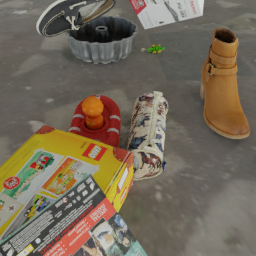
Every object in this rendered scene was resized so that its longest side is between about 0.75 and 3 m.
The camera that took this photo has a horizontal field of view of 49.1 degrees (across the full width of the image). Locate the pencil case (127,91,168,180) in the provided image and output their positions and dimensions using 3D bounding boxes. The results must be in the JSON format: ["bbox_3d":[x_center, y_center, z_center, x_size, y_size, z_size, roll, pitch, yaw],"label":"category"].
[{"bbox_3d":[0.491,0.080,6.742,0.924,1.062,2.375,26,40,-12],"label":"pencil case"}]

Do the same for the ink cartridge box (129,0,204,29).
[{"bbox_3d":[1.261,-4.239,9.088,2.091,1.535,0.867,-4,64,26],"label":"ink cartridge box"}]

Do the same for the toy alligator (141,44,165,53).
[{"bbox_3d":[0.973,-3.107,11.081,0.978,0.290,0.265,-7,0,-7],"label":"toy alligator"}]

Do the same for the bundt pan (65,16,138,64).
[{"bbox_3d":[-0.978,-3.339,10.741,2.759,1.036,2.759,-1,41,1],"label":"bundt pan"}]

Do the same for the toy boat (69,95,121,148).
[{"bbox_3d":[-0.831,-0.224,6.928,1.278,1.281,1.959,1,41,1],"label":"toy boat"}]

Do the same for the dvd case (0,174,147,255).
[{"bbox_3d":[-0.460,2.027,3.871,2.319,0.255,1.693,54,44,0],"label":"dvd case"}]

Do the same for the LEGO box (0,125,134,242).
[{"bbox_3d":[-1.427,1.425,5.139,2.149,1.114,2.886,16,43,18],"label":"LEGO box"}]

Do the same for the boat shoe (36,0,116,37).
[{"bbox_3d":[-1.158,-2.605,6.429,1.922,0.710,0.580,-34,72,-13],"label":"boat shoe"}]

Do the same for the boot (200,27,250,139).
[{"bbox_3d":[2.667,-1.242,7.457,1.052,2.130,2.743,0,41,1],"label":"boot"}]
